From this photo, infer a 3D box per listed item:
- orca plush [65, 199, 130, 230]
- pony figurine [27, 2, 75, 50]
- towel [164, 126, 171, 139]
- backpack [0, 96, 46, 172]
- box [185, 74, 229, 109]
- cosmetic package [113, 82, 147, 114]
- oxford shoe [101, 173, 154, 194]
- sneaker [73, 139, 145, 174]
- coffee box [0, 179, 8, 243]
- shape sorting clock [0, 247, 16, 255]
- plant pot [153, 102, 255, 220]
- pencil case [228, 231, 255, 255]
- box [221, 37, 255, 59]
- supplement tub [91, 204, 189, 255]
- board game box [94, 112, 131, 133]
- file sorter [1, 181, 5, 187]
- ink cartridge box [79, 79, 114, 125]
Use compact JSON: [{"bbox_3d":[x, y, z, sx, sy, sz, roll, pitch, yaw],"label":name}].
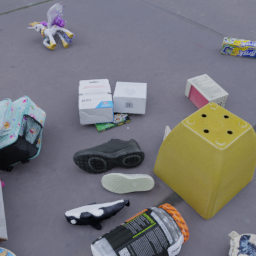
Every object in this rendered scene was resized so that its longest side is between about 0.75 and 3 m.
[{"bbox_3d":[-0.762,2.373,7.507,1.740,0.619,0.915,-12,3,-17],"label":"orca plush"},{"bbox_3d":[-3.625,-4.884,13.831,2.029,1.750,2.102,-38,71,-20],"label":"pony figurine"},{"bbox_3d":[1.358,0.352,9.257,0.135,0.519,0.784,-14,40,29],"label":"towel"},{"bbox_3d":[-3.582,0.008,8.691,1.858,1.620,2.113,-25,36,25],"label":"backpack"},{"bbox_3d":[2.968,-1.287,10.719,0.904,0.770,1.413,-19,49,-17],"label":"box"},{"bbox_3d":[0.092,-1.146,10.516,1.172,0.723,1.176,4,37,4],"label":"cosmetic package"},{"bbox_3d":[0.002,1.593,8.211,1.560,0.587,0.451,-2,5,9],"label":"oxford shoe"},{"bbox_3d":[-0.622,0.812,8.813,2.183,0.829,0.991,-2,36,-12],"label":"sneaker"},{"bbox_3d":[-4.032,1.552,6.733,1.563,1.089,2.733,-22,62,-1],"label":"coffee box"},{"bbox_3d":[-3.459,3.502,5.993,2.316,0.454,2.316,-1,24,0],"label":"shape sorting clock"},{"bbox_3d":[2.241,0.639,7.816,2.184,2.249,2.198,-31,51,-26],"label":"plant pot"},{"bbox_3d":[2.607,3.472,6.041,1.019,0.886,2.278,17,48,4],"label":"pencil case"},{"bbox_3d":[5.392,-3.781,13.255,1.820,0.585,0.638,12,47,12],"label":"box"},{"bbox_3d":[0.314,2.713,6.520,2.088,1.280,1.280,-25,51,-22],"label":"supplement tub"},{"bbox_3d":[-0.603,-0.273,10.192,1.253,0.147,0.656,-19,51,-17],"label":"board game box"},{"bbox_3d":[-4.151,1.610,8.118,0.558,0.504,0.804,33,55,28],"label":"file sorter"},{"bbox_3d":[-1.206,-1.031,10.416,1.187,0.694,2.046,-4,38,-6],"label":"ink cartridge box"}]
